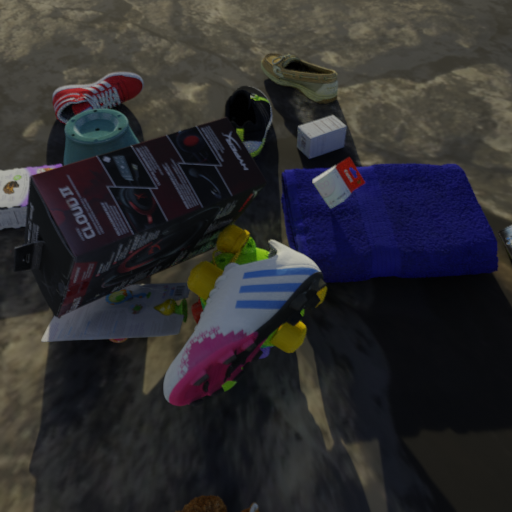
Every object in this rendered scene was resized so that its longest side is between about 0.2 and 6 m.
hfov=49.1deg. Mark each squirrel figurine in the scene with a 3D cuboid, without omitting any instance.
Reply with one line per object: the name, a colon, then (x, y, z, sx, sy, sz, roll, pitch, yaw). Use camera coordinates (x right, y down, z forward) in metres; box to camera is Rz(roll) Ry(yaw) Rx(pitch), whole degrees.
squirrel figurine: (-0.428, 3.239, 6.612, 1.005, 0.762, 1.077, -27, 53, -33)

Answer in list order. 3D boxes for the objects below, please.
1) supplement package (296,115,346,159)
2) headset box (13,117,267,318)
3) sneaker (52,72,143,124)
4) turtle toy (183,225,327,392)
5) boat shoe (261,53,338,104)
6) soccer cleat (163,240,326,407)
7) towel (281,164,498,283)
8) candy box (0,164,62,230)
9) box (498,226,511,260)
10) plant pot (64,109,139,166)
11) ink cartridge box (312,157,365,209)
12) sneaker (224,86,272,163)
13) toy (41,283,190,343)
supplement package: (1.465, -2.678, 12.593, 0.965, 0.564, 0.566, -21, 49, -20)
headset box: (-1.865, -0.480, 8.250, 3.348, 2.489, 1.256, -26, 80, -31)
sneaker: (-3.766, -3.722, 13.471, 2.232, 0.795, 1.256, -15, 43, -5)
turtle toy: (-0.229, 0.869, 8.414, 1.914, 1.328, 2.626, 34, 44, 0)
boat shoe: (1.114, -4.820, 14.553, 0.938, 0.809, 2.572, -28, 52, -25)
soccer cleat: (-0.300, 0.782, 7.200, 1.173, 0.949, 2.716, 40, 56, 22)
towel: (2.336, -0.589, 10.401, 3.605, 0.893, 2.662, -3, 52, -3)
candy box: (-4.599, -1.167, 11.101, 1.531, 0.548, 1.284, -7, 46, -8)
box: (5.144, 0.238, 9.342, 1.322, 0.417, 2.402, -27, 41, 21)
plant pot: (-2.964, -1.882, 10.934, 1.745, 1.640, 1.745, -1, 46, 1)
ink cartridge box: (1.457, -1.268, 9.798, 0.759, 0.617, 0.217, -30, 27, 16)
sneaker: (-0.162, -3.286, 12.712, 1.082, 1.249, 3.016, 0, 45, 0)
toy: (-2.120, 1.002, 8.903, 2.151, 0.508, 1.239, -6, 35, 9)
